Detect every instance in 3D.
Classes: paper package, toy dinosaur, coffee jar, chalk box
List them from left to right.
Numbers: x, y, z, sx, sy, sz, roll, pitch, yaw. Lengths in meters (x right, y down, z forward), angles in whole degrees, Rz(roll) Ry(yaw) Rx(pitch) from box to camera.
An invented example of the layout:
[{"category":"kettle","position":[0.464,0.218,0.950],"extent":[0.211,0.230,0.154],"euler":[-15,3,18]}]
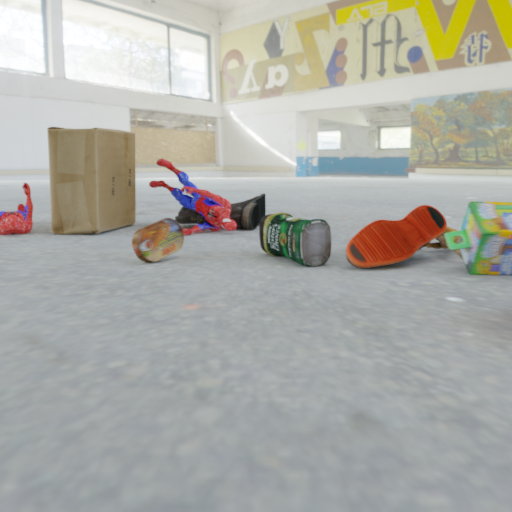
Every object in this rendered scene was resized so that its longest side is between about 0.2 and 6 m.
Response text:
[{"category":"paper package","position":[-4.043,-1.906,14.083],"extent":[1.303,2.519,2.401],"euler":[2,9,11]},{"category":"coffee jar","position":[0.645,-0.324,9.973],"extent":[0.673,0.822,1.577],"euler":[-8,12,-26]},{"category":"toy dinosaur","position":[3.605,-0.349,10.655],"extent":[1.135,0.646,2.138],"euler":[6,12,27]},{"category":"chalk box","position":[3.711,-0.282,8.765],"extent":[1.401,0.867,0.871],"euler":[1,40,2]}]

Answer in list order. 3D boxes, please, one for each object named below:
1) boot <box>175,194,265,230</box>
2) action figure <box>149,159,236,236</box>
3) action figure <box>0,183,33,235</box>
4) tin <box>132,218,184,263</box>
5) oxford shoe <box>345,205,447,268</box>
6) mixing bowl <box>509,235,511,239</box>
[{"category":"boot","position":[-0.894,-1.212,14.925],"extent":[2.112,0.840,2.426],"euler":[3,13,13]},{"category":"action figure","position":[-1.781,-1.388,13.761],"extent":[3.016,0.984,1.493],"euler":[35,25,29]},{"category":"action figure","position":[-6.179,-1.344,14.005],"extent":[1.023,1.552,3.137],"euler":[-5,14,-25]},{"category":"tin","position":[-1.733,-0.272,9.938],"extent":[0.238,0.636,1.136],"euler":[-19,8,37]},{"category":"oxford shoe","position":[2.376,-0.166,9.823],"extent":[2.335,0.831,0.847],"euler":[-18,-23,-33]},{"category":"mixing bowl","position":[3.647,0.276,5.847],"extent":[1.871,1.013,1.871],"euler":[-1,7,0]}]
